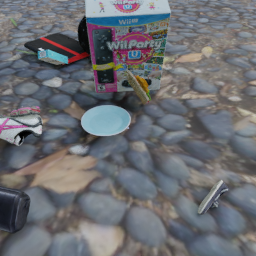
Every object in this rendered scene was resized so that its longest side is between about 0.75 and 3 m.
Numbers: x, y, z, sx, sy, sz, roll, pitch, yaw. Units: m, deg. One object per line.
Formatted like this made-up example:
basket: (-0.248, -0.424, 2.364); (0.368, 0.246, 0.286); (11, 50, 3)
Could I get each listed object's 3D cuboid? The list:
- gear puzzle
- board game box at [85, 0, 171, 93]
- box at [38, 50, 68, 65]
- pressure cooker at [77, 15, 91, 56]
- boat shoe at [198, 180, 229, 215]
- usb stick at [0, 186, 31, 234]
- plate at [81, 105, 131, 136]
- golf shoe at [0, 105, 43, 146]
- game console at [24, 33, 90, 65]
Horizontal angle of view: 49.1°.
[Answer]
gear puzzle: (0.326, -1.124, 7.378); (0.245, 0.971, 1.874); (-35, 1, -1)
board game box: (-0.046, -2.244, 7.904); (2.066, 2.800, 0.900); (-4, 57, -3)
box: (-2.358, -2.221, 8.869); (0.405, 0.242, 0.985); (-1, 0, 23)
pressure cooker: (-0.781, -3.653, 10.656); (1.680, 1.706, 1.910); (43, 36, -4)
boat shoe: (1.651, 1.364, 5.342); (0.271, 0.314, 0.863); (43, 59, 9)
usb stick: (-3.018, 1.277, 5.085); (2.670, 0.740, 0.435); (8, -2, 14)
plate: (-0.549, -0.163, 7.019); (1.235, 0.158, 1.235); (-1, 40, 1)
golf shoe: (-2.797, 0.053, 6.533); (1.730, 0.797, 0.628); (-15, -10, 18)
game console: (-2.674, -3.106, 10.986); (2.114, 0.328, 1.869); (28, 44, 23)
